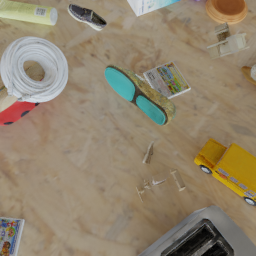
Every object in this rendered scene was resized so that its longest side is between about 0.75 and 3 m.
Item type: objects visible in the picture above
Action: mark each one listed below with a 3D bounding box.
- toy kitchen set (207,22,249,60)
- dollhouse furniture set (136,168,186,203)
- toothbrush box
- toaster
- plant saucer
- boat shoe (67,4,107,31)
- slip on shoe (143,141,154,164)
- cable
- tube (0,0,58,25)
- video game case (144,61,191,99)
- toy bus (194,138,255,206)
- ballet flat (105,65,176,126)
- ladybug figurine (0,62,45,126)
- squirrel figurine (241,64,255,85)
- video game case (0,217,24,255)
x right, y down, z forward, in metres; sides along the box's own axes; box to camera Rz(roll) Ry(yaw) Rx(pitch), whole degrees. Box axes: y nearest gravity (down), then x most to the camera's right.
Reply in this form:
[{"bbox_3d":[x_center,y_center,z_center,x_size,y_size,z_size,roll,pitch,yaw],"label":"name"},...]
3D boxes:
[{"bbox_3d":[2.733,-2.576,8.203,1.034,1.146,0.935,-27,102,-47],"label":"toy kitchen set"},{"bbox_3d":[0.984,1.739,8.394,1.372,0.711,0.607,-20,67,-8],"label":"dollhouse furniture set"},{"bbox_3d":[0.981,-5.716,11.443,2.094,0.893,1.533,-24,69,-10],"label":"toothbrush box"},{"bbox_3d":[1.987,3.684,6.983,2.995,1.777,2.709,-33,72,-13],"label":"toaster"},{"bbox_3d":[4.064,-5.007,11.465,1.707,0.320,1.707,0,67,0],"label":"plant saucer"},{"bbox_3d":[-1.306,-3.697,9.207,1.400,0.454,0.504,21,70,-38],"label":"boat shoe"},{"bbox_3d":[0.714,0.801,9.008,0.235,0.295,0.775,20,71,14],"label":"slip on shoe"},{"bbox_3d":[-2.690,-1.669,8.146,1.884,0.652,1.884,-8,87,-36],"label":"cable"},{"bbox_3d":[-4.151,-4.642,11.186,2.618,0.760,0.680,12,109,8],"label":"tube"},{"bbox_3d":[1.406,-1.704,10.155,1.220,0.153,1.341,-24,68,-10],"label":"video game case"},{"bbox_3d":[3.478,1.406,8.282,2.939,1.151,0.957,36,72,14],"label":"toy bus"},{"bbox_3d":[0.459,-1.230,9.605,2.928,1.035,1.035,42,73,16],"label":"ballet flat"},{"bbox_3d":[-3.514,-1.060,9.135,2.924,1.985,1.052,-41,115,-11],"label":"ladybug figurine"},{"bbox_3d":[5.161,-1.947,9.912,1.472,1.116,1.577,-24,83,-21],"label":"squirrel figurine"},{"bbox_3d":[-3.885,3.141,8.104,1.531,0.138,1.097,5,67,2],"label":"video game case"}]
